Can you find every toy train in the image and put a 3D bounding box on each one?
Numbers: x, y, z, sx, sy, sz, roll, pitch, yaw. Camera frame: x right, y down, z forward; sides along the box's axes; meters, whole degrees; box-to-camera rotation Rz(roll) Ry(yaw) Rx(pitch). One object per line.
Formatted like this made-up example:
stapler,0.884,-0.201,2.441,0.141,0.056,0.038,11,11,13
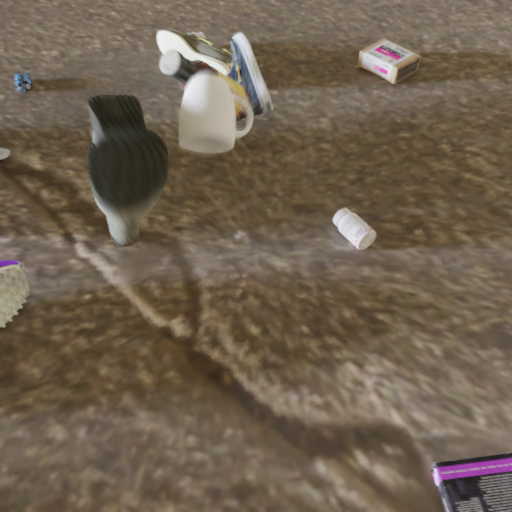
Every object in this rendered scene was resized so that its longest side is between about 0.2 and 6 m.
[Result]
toy train,-5.088,-3.807,12.244,0.308,0.233,0.538,-9,49,-16

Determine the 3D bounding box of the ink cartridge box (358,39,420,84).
ink cartridge box,2.997,-4.409,12.659,0.884,0.403,1.073,-35,58,-29

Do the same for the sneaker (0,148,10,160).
sneaker,-4.987,-1.613,9.590,3.226,1.212,1.854,29,57,28

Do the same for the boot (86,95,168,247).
boot,-1.597,-0.776,6.984,0.876,1.690,2.587,-5,39,-15

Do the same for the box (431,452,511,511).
box,2.626,2.917,6.212,0.953,0.241,1.332,-5,47,-4

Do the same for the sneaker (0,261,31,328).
sneaker,-4.588,0.758,7.636,1.408,0.985,2.832,34,57,27

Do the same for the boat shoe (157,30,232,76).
boat shoe,-1.258,-4.467,12.487,2.209,0.789,0.660,34,57,20

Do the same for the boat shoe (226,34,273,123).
boat shoe,-0.384,-3.519,11.000,0.892,0.695,1.964,-19,64,1

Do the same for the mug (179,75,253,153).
mug,-0.532,-1.922,7.605,1.009,0.745,0.884,4,83,-18

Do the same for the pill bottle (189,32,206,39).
pill bottle,-1.568,-4.993,13.170,0.765,0.425,0.425,-29,54,-24

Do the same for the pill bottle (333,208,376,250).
pill bottle,1.587,-0.450,9.121,0.387,0.387,0.683,-25,53,-21

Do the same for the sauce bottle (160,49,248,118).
sauce bottle,-0.781,-2.614,8.575,0.592,0.592,1.793,36,15,28
